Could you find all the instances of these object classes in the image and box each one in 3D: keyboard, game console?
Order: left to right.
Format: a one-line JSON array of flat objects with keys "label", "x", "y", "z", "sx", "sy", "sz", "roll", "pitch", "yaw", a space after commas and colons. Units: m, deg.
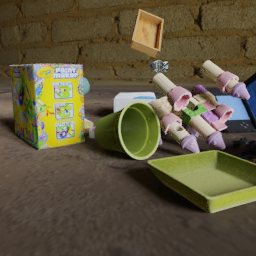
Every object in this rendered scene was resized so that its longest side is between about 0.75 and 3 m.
[{"label": "game console", "x": 4.649, "y": -1.155, "z": 11.176, "sx": 2.062, "sy": 1.420, "sz": 2.393, "roll": -2, "pitch": 51, "yaw": -5}, {"label": "keyboard", "x": 3.964, "y": 0.554, "z": 8.694, "sx": 1.363, "sy": 0.221, "sz": 2.144, "roll": 9, "pitch": 14, "yaw": 36}]

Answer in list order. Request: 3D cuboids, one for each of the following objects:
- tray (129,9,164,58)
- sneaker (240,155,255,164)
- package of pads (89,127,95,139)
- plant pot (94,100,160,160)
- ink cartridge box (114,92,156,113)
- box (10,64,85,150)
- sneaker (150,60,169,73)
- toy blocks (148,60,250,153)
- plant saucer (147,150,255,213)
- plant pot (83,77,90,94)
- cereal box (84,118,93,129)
[{"label": "tray", "x": 0.781, "y": -3.860, "z": 11.378, "sx": 1.148, "sy": 0.431, "sz": 2.328, "roll": 19, "pitch": 49, "yaw": -10}, {"label": "sneaker", "x": 3.101, "y": 0.886, "z": 6.786, "sx": 0.919, "sy": 0.346, "sz": 0.360, "roll": 9, "pitch": 17, "yaw": 42}, {"label": "package of pads", "x": -0.666, "y": 0.157, "z": 10.100, "sx": 1.203, "sy": 0.410, "sz": 0.930, "roll": 7, "pitch": 15, "yaw": 28}, {"label": "plant pot", "x": -0.166, "y": 0.098, "z": 8.214, "sx": 1.629, "sy": 1.629, "sz": 1.547, "roll": -12, "pitch": 4, "yaw": -44}, {"label": "ink cartridge box", "x": 0.397, "y": -1.192, "z": 14.669, "sx": 2.009, "sy": 1.177, "sz": 2.781, "roll": 1, "pitch": 13, "yaw": 4}, {"label": "box", "x": -2.854, "y": -0.888, "z": 9.714, "sx": 1.643, "sy": 2.595, "sz": 2.694, "roll": -9, "pitch": 15, "yaw": -35}, {"label": "sneaker", "x": 1.433, "y": -2.999, "z": 13.760, "sx": 0.696, "sy": 0.607, "sz": 1.548, "roll": 12, "pitch": 13, "yaw": 28}, {"label": "toy blocks", "x": 2.186, "y": -0.138, "z": 8.720, "sx": 2.726, "sy": 2.917, "sz": 2.455, "roll": -21, "pitch": 54, "yaw": -30}, {"label": "plant saucer", "x": 1.710, "y": 1.040, "z": 5.639, "sx": 2.040, "sy": 0.488, "sz": 2.037, "roll": -5, "pitch": 13, "yaw": -25}, {"label": "plant pot", "x": -2.118, "y": -1.637, "z": 11.268, "sx": 1.024, "sy": 1.024, "sz": 0.962, "roll": 11, "pitch": 24, "yaw": 42}, {"label": "cereal box", "x": -2.192, "y": -0.197, "z": 12.120, "sx": 0.993, "sy": 0.273, "sz": 1.380, "roll": -6, "pitch": 13, "yaw": -26}]
